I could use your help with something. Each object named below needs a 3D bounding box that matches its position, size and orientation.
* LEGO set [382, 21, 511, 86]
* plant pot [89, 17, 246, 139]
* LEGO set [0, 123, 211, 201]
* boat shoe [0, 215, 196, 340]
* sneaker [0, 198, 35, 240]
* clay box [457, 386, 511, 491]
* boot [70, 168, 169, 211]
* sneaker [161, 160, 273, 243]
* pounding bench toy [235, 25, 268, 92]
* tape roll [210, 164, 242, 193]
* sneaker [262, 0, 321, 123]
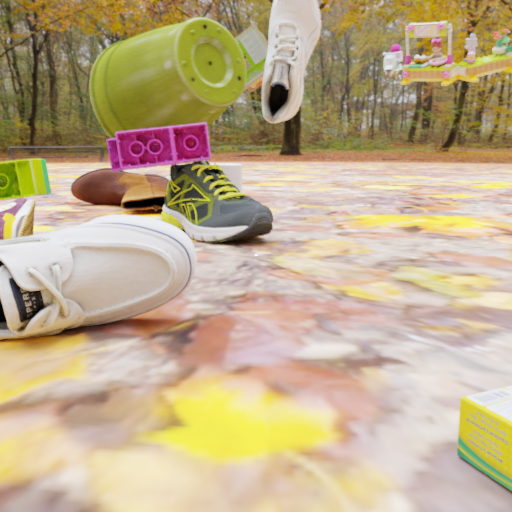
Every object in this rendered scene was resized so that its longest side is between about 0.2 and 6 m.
[{"bbox_3d":[2.196,-2.249,6.018,1.675,0.623,0.771,1,30,20],"label":"LEGO set"},{"bbox_3d":[-1.412,-3.090,10.024,2.318,2.318,2.232,-10,3,-41],"label":"plant pot"},{"bbox_3d":[-2.719,-0.346,6.399,4.447,1.696,1.825,-8,9,-7],"label":"LEGO set"},{"bbox_3d":[-1.944,0.252,4.867,2.846,1.024,0.935,-2,17,-6],"label":"boat shoe"},{"bbox_3d":[-3.985,-0.455,8.610,1.021,0.850,2.267,3,9,-18],"label":"sneaker"},{"bbox_3d":[1.849,1.027,2.482,0.950,0.393,1.653,-5,13,-23],"label":"clay box"},{"bbox_3d":[-3.353,-1.460,14.289,2.746,0.999,2.917,5,17,-16],"label":"boot"},{"bbox_3d":[-0.890,-1.063,10.275,1.210,1.375,3.249,-10,15,-36],"label":"sneaker"},{"bbox_3d":[0.146,-4.420,12.185,1.537,0.955,1.199,-33,7,15],"label":"pounding bench toy"},{"bbox_3d":[-1.177,-1.946,15.258,1.613,1.107,1.613,0,12,0],"label":"tape roll"},{"bbox_3d":[0.570,-3.438,9.662,0.918,2.465,1.074,9,29,6],"label":"sneaker"}]
